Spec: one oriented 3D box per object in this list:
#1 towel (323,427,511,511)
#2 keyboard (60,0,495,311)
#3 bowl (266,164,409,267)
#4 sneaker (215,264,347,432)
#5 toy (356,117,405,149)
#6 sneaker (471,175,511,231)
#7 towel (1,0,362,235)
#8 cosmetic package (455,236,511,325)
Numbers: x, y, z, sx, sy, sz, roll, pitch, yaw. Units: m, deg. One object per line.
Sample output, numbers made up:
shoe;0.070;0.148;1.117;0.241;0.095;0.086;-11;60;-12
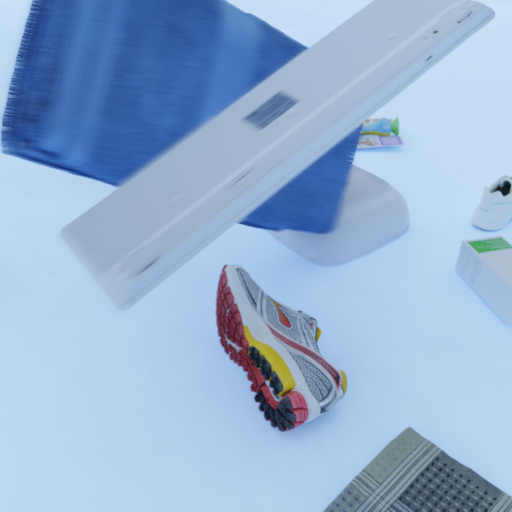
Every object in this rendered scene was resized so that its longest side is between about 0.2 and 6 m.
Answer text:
towel;1.717;2.759;5.565;1.836;0.317;1.767;-30;43;-32
keyboard;0.267;-1.342;5.523;4.731;0.252;1.331;-39;46;-13
bowl;1.347;-0.973;10.160;2.349;0.877;2.345;-25;42;-27
sneaker;0.215;1.077;7.374;1.079;1.023;2.628;-11;45;-26
toy;1.994;-3.117;13.293;2.823;0.666;1.625;1;35;1
sneaker;4.813;-1.137;10.462;1.988;0.796;0.699;-26;41;-33
towel;-0.589;-1.970;7.571;4.941;2.758;1.199;14;3;-41
cosmetic package;3.792;0.342;8.560;0.771;0.608;1.434;-8;35;-15
